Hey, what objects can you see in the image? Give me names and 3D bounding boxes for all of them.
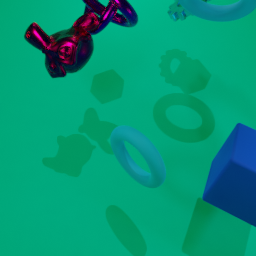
[{"bbox_3d":[2.640,1.011,6.075,1.390,1.390,1.390,26,41,9],"label":"cube"},{"bbox_3d":[2.138,-3.261,6.775,2.045,2.045,0.409,17,83,7],"label":"ring"},{"bbox_3d":[0.184,0.621,5.935,0.307,1.535,1.535,-36,70,-27],"label":"ring"},{"bbox_3d":[1.886,-3.830,8.557,1.395,0.258,1.395,-27,36,22],"label":"gear"},{"bbox_3d":[-0.628,-2.911,6.603,1.748,1.636,0.808,54,50,-8],"label":"knot shape"},{"bbox_3d":[-1.545,-1.915,6.468,1.418,1.971,1.188,40,38,-15],"label":"monkey head"}]
